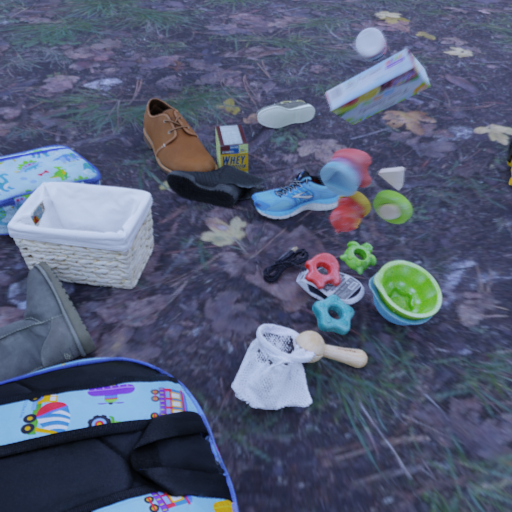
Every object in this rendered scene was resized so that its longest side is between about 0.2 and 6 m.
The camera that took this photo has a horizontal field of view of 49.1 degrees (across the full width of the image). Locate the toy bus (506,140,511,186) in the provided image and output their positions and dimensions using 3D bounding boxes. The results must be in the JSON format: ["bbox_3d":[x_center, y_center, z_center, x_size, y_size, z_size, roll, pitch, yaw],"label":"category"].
[{"bbox_3d":[6.753,-2.398,13.280,1.305,1.923,1.846,17,50,15],"label":"toy bus"}]

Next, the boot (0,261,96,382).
[{"bbox_3d":[-4.463,1.422,9.513,2.801,1.016,2.547,-28,45,-20],"label":"boot"}]

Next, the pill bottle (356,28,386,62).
[{"bbox_3d":[2.444,-4.395,11.768,0.561,0.561,0.939,15,13,17],"label":"pill bottle"}]

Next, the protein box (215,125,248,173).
[{"bbox_3d":[-0.611,-2.588,14.102,0.697,1.026,1.033,-6,40,-7],"label":"protein box"}]

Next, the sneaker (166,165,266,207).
[{"bbox_3d":[-0.952,-1.770,13.462,2.179,0.654,1.137,19,44,13],"label":"sneaker"}]

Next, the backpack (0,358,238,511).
[{"bbox_3d":[-2.356,3.148,5.803,4.233,2.848,3.865,-15,42,-17],"label":"backpack"}]

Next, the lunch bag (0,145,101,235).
[{"bbox_3d":[-5.072,-1.579,12.689,2.680,1.105,2.155,-21,43,-34],"label":"lunch bag"}]

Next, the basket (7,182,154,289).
[{"bbox_3d":[-3.323,-0.388,11.134,2.376,1.466,1.611,6,41,8],"label":"basket"}]

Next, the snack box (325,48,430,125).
[{"bbox_3d":[2.593,-3.541,11.926,1.871,0.496,1.330,-22,-12,29],"label":"snack box"}]

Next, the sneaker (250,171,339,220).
[{"bbox_3d":[0.903,-1.534,12.865,2.216,0.997,0.868,-13,42,-15],"label":"sneaker"}]

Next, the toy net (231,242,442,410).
[{"bbox_3d":[1.203,0.975,9.561,4.193,0.810,2.199,-26,67,-32],"label":"toy net"}]

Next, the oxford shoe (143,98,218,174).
[{"bbox_3d":[-2.104,-3.039,14.520,1.245,1.244,3.491,-22,46,-26],"label":"oxford shoe"}]

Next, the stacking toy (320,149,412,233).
[{"bbox_3d":[1.818,-0.964,9.589,1.460,1.612,0.681,20,60,35],"label":"stacking toy"}]

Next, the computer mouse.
[{"bbox_3d":[1.176,0.519,10.872,1.987,0.436,1.090,29,51,34],"label":"computer mouse"}]

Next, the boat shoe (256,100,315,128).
[{"bbox_3d":[0.795,-4.163,16.313,1.847,0.660,0.552,-12,41,-23],"label":"boat shoe"}]
